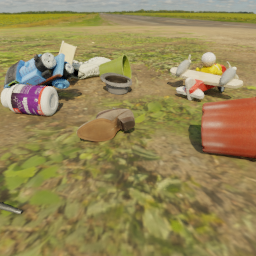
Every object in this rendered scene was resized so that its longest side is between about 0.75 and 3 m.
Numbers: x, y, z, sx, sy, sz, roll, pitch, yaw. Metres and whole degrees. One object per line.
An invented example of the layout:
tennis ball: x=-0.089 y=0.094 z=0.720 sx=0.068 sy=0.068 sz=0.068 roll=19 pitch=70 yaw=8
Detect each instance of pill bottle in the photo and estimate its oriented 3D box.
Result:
pill bottle: x=-3.749 y=-1.080 z=10.676 sx=1.962 sy=1.103 sz=1.103 roll=5 pitch=25 yaw=12

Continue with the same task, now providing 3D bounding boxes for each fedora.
fedora: x=-0.549 y=-2.018 z=13.169 sx=1.550 sy=0.700 sz=1.371 roll=20 pitch=32 yaw=21

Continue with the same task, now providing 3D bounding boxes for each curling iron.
curling iron: x=-2.794 y=1.597 z=6.018 sx=1.304 sy=0.167 sz=0.323 roll=11 pitch=27 yaw=23

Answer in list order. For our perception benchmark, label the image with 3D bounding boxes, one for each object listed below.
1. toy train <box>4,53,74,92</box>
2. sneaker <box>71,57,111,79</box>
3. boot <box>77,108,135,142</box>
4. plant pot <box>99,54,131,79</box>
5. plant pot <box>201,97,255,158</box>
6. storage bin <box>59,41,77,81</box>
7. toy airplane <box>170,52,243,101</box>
toy train: x=-3.591 y=-2.099 z=11.332 sx=2.961 sy=1.283 sz=1.692 roll=-16 pitch=-28 yaw=34
sneaker: x=-2.241 y=-3.188 z=15.492 sx=2.992 sy=1.124 sz=1.213 roll=-7 pitch=37 yaw=-6
boot: x=-0.784 y=-0.196 z=9.383 sx=2.139 sy=0.751 sz=1.564 roll=-8 pitch=20 yaw=-19
plant pot: x=-0.720 y=-3.001 z=14.743 sx=1.425 sy=1.500 sz=1.500 roll=-6 pitch=22 yaw=19
plant pot: x=3.027 y=-0.019 z=7.726 sx=1.864 sy=1.917 sz=1.917 roll=0 pitch=24 yaw=20
storage bin: x=-3.188 y=-3.216 z=14.032 sx=0.736 sy=1.571 sz=1.559 roll=15 pitch=-15 yaw=-16
toy airplane: x=3.372 y=-2.363 z=12.468 sx=2.733 sy=1.929 sz=2.721 roll=1 pitch=26 yaw=1
